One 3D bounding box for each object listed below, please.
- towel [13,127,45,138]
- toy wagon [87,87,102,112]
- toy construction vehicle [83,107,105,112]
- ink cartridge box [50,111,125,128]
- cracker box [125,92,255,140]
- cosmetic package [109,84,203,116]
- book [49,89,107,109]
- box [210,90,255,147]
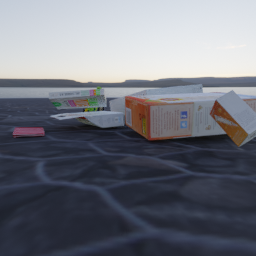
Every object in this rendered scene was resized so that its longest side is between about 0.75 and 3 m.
[{"bbox_3d":[-2.336,0.099,6.614,0.685,0.106,0.947,-1,9,-18],"label":"towel"},{"bbox_3d":[-1.063,-0.755,8.975,0.221,0.868,1.119,20,-29,0],"label":"toy wagon"},{"bbox_3d":[-1.153,-0.754,9.676,0.717,0.824,0.290,10,-3,4],"label":"toy construction vehicle"},{"bbox_3d":[-1.172,-0.207,7.853,1.747,0.413,1.399,-8,9,-26],"label":"ink cartridge box"},{"bbox_3d":[1.481,-0.363,6.558,2.781,0.802,1.862,-5,11,-14],"label":"cracker box"},{"bbox_3d":[0.882,-0.903,9.859,2.158,0.740,2.863,-7,1,-26],"label":"cosmetic package"},{"bbox_3d":[-1.301,-0.795,7.494,1.398,0.336,0.934,-5,-10,-1],"label":"book"},{"bbox_3d":[1.803,-0.159,4.682,0.380,0.779,0.484,-29,-26,-13],"label":"box"}]
